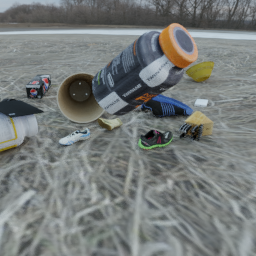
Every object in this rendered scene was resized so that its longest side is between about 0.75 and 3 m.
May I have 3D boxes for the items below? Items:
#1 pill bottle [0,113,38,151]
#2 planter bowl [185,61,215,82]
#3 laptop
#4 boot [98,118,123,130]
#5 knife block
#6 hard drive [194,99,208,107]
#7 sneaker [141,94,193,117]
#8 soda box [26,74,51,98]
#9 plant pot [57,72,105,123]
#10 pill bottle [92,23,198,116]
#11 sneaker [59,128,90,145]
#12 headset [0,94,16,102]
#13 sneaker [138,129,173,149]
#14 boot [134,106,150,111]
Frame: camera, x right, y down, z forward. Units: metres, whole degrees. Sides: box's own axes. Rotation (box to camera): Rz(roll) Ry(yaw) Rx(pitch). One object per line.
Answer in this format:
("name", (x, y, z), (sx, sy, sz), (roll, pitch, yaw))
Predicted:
("pill bottle", (-4.191, 0.101, 8.984), (2.316, 1.297, 1.297), (-19, 31, -37))
("planter bowl", (4.321, -3.202, 16.491), (1.744, 0.726, 1.744), (-12, -11, -2))
("laptop", (-4.081, -0.369, 9.241), (1.844, 0.952, 1.634), (-32, -3, 21))
("boot", (-0.701, -0.229, 10.875), (0.676, 0.316, 0.869), (-21, 33, -38))
("knife block", (2.316, -0.077, 10.295), (1.405, 0.512, 1.601), (-4, 26, -12))
("hard drive", (3.459, -1.182, 13.200), (0.528, 0.107, 0.801), (9, 26, 19))
("sneaker", (1.613, -0.822, 11.780), (2.220, 0.865, 0.778), (18, 21, -12))
("soda box", (-4.662, -2.233, 14.770), (0.785, 0.703, 2.219), (-1, 25, -2))
("plant pot", (-1.956, -1.432, 11.853), (1.989, 1.989, 2.123), (-5, 16, -11))
("pill bottle", (0.407, -1.491, 7.332), (2.833, 1.505, 1.505), (-28, 0, 44))
("sneaker", (-1.845, 0.291, 9.642), (1.153, 0.418, 0.414), (-20, 32, -33))
("headset", (-4.855, -0.713, 10.549), (1.327, 1.009, 2.148), (12, -21, -5))
("sneaker", (0.975, 0.314, 9.394), (1.352, 0.566, 0.519), (-15, 29, -30))
("boot", (0.642, -0.949, 12.327), (1.095, 0.403, 0.523), (-11, 21, -25))
